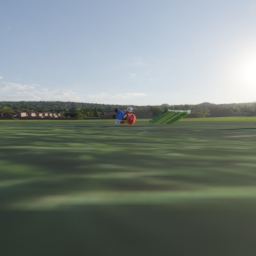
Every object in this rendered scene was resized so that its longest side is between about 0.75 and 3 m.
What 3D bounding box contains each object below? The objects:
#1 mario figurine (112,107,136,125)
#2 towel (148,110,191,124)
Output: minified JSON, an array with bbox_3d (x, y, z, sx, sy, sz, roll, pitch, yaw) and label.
[{"bbox_3d":[-0.194,-0.478,10.959,0.609,0.709,1.148,-27,32,-36],"label":"mario figurine"},{"bbox_3d":[1.606,-0.429,10.651,1.420,0.166,1.083,0,-24,-41],"label":"towel"}]
